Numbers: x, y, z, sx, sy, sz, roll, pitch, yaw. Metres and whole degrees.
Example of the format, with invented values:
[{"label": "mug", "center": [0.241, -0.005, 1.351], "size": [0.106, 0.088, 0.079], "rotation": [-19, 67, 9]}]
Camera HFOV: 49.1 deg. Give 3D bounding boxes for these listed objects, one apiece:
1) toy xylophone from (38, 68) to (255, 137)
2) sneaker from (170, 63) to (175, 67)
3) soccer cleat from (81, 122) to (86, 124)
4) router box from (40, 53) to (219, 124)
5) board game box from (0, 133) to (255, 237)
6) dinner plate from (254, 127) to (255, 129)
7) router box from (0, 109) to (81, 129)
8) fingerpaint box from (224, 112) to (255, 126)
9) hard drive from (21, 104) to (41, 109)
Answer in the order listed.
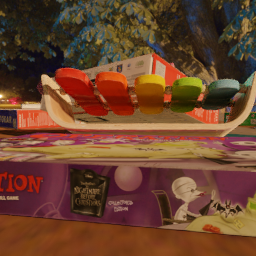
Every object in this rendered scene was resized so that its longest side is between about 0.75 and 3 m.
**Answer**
[{"label": "toy xylophone", "center": [0.221, -0.162, 3.492], "size": [2.481, 0.623, 1.817], "rotation": [2, -11, -1]}, {"label": "sneaker", "center": [1.510, -1.990, 9.852], "size": [0.431, 0.521, 1.092], "rotation": [-41, 17, 10]}, {"label": "soccer cleat", "center": [-1.410, -0.272, 9.829], "size": [0.333, 0.373, 0.960], "rotation": [3, 5, 41]}, {"label": "router box", "center": [0.046, -0.415, 5.084], "size": [2.447, 0.598, 2.196], "rotation": [-3, -14, 39]}, {"label": "board game box", "center": [0.089, 0.278, 2.141], "size": [2.637, 0.426, 1.583], "rotation": [1, 0, 12]}, {"label": "dinner plate", "center": [4.374, -0.037, 8.180], "size": [1.289, 0.156, 1.289], "rotation": [-1, 4, 0]}, {"label": "router box", "center": [-3.077, -0.342, 9.311], "size": [2.097, 0.571, 2.337], "rotation": [-4, 5, -41]}, {"label": "fingerpaint box", "center": [4.305, -0.342, 9.993], "size": [1.114, 0.490, 1.336], "rotation": [-4, 6, -44]}, {"label": "hard drive", "center": [-3.156, -0.777, 10.094], "size": [1.285, 0.171, 0.847], "rotation": [-1, 4, -24]}]
